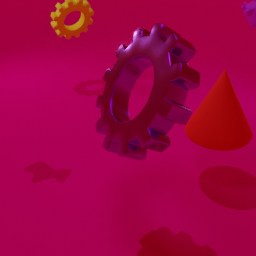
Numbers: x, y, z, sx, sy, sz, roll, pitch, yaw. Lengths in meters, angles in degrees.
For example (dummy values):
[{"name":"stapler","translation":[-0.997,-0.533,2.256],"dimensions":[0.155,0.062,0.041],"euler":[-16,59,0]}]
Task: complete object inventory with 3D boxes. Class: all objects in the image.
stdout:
[{"name":"cow figurine","translation":[3.655,-3.065,6.951],"dimensions":[1.359,1.381,0.758],"euler":[33,51,5]},{"name":"gear","translation":[0.178,-0.539,4.260],"dimensions":[0.368,1.991,1.991],"euler":[17,21,-34]},{"name":"gear","translation":[-2.183,-4.322,11.057],"dimensions":[1.698,1.698,0.314],"euler":[-20,63,-28]},{"name":"cone","translation":[2.018,-0.547,6.061],"dimensions":[1.490,1.496,1.490],"euler":[-3,33,2]}]
